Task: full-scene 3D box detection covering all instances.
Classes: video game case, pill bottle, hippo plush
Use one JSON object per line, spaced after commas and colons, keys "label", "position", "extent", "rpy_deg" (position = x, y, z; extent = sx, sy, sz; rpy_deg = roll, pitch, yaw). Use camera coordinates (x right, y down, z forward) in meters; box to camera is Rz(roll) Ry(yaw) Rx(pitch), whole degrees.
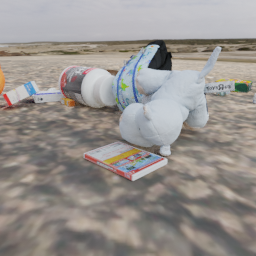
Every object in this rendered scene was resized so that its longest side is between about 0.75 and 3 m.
{"label": "video game case", "position": [-0.081, 0.724, 6.621], "extent": [1.657, 0.145, 1.184], "rpy_deg": [16, 24, 42]}
{"label": "pill bottle", "position": [-1.565, -1.735, 11.819], "extent": [1.601, 1.601, 2.893], "rpy_deg": [-16, 23, -40]}
{"label": "hippo plush", "position": [1.141, -0.264, 7.526], "extent": [2.940, 2.342, 2.364], "rpy_deg": [-3, 43, 43]}

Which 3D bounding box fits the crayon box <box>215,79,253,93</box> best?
{"label": "crayon box", "position": [5.710, -2.383, 15.591], "extent": [2.065, 0.525, 1.311], "rpy_deg": [10, 21, 30]}

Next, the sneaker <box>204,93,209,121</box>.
{"label": "sneaker", "position": [2.425, -1.013, 10.537], "extent": [1.062, 1.075, 2.707], "rpy_deg": [3, 20, 4]}

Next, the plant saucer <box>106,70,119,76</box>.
{"label": "plant saucer", "position": [-1.372, -3.061, 17.036], "extent": [1.959, 0.358, 1.959], "rpy_deg": [-7, -8, -1]}

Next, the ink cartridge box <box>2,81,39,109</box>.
{"label": "ink cartridge box", "position": [-4.482, -1.364, 11.457], "extent": [1.533, 0.516, 0.891], "rpy_deg": [-26, 14, -3]}

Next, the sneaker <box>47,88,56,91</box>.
{"label": "sneaker", "position": [-3.812, -1.689, 13.880], "extent": [0.545, 0.357, 0.947], "rpy_deg": [22, 34, 29]}

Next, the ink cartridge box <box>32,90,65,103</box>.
{"label": "ink cartridge box", "position": [-3.743, -1.477, 13.014], "extent": [2.031, 0.398, 1.010], "rpy_deg": [-6, 19, -21]}

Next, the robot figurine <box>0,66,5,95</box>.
{"label": "robot figurine", "position": [-5.865, -1.815, 11.214], "extent": [2.044, 1.657, 2.842], "rpy_deg": [-30, 12, -29]}

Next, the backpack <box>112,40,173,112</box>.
{"label": "backpack", "position": [0.702, -1.726, 10.768], "extent": [2.272, 2.411, 2.955], "rpy_deg": [-9, 33, 14]}

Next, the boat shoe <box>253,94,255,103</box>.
{"label": "boat shoe", "position": [6.283, -1.357, 12.244], "extent": [1.473, 0.628, 0.544], "rpy_deg": [7, 19, 21]}

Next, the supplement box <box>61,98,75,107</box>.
{"label": "supplement box", "position": [-2.619, -1.126, 12.137], "extent": [0.267, 0.276, 0.801], "rpy_deg": [-14, 24, -38]}

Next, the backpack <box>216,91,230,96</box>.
{"label": "backpack", "position": [4.729, -1.937, 13.980], "extent": [0.766, 0.673, 0.587], "rpy_deg": [-18, 21, -33]}
